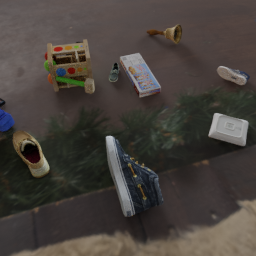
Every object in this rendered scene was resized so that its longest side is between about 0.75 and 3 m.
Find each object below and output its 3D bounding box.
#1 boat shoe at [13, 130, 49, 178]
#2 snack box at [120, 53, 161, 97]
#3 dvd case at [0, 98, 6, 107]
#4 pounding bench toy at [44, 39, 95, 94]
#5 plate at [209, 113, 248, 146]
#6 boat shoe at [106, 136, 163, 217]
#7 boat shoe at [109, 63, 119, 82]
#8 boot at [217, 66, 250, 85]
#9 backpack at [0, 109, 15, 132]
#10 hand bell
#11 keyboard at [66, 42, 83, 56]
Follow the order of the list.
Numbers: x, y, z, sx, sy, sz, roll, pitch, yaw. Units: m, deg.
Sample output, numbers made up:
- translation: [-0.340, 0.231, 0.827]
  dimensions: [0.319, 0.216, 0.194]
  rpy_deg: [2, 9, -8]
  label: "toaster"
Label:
- translation: [-3.617, 0.758, 10.296]
  dimensions: [0.869, 0.780, 2.349]
  rpy_deg: [-31, 55, -25]
  label: "boat shoe"
- translation: [0.550, -2.662, 13.708]
  dimensions: [1.073, 0.363, 2.985]
  rpy_deg: [-14, 49, -12]
  label: "snack box"
- translation: [-6.465, -1.173, 12.501]
  dimensions: [1.661, 0.146, 1.185]
  rpy_deg: [28, 53, 24]
  label: "dvd case"
- translation: [-2.683, -2.546, 12.743]
  dimensions: [2.055, 1.637, 2.635]
  rpy_deg: [-8, 48, -8]
  label: "pounding bench toy"
- translation: [4.127, -0.013, 11.383]
  dimensions: [1.429, 0.231, 1.426]
  rpy_deg: [17, 49, 14]
  label: "plate"
- translation: [0.137, 1.465, 9.555]
  dimensions: [1.347, 1.050, 2.968]
  rpy_deg: [-12, 56, -11]
  label: "boat shoe"
- translation: [-0.682, -2.751, 13.779]
  dimensions: [0.452, 0.384, 1.243]
  rpy_deg: [6, 48, 6]
  label: "boat shoe"
- translation: [5.129, -2.618, 13.635]
  dimensions: [1.496, 0.544, 0.676]
  rpy_deg: [36, 49, 20]
  label: "boot"
- translation: [-5.180, -0.342, 11.310]
  dimensions: [0.967, 0.811, 0.785]
  rpy_deg: [27, 60, 18]
  label: "backpack"
- translation: [1.961, -5.448, 16.103]
  dimensions: [2.016, 1.050, 1.050]
  rpy_deg: [16, 48, 31]
  label: "hand bell"
- translation: [-2.703, -4.289, 15.340]
  dimensions: [0.872, 0.186, 1.452]
  rpy_deg: [9, 49, 17]
  label: "keyboard"
